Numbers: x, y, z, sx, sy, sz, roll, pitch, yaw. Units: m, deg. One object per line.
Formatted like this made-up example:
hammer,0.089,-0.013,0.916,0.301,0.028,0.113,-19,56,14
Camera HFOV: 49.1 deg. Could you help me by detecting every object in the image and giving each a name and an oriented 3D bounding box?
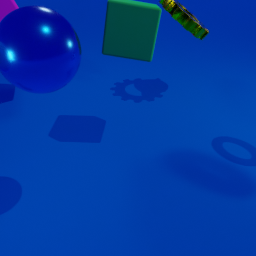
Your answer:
cube,-3.965,-3.310,8.791,1.364,1.364,1.364,-32,30,-5
cube,0.065,-2.404,6.786,1.193,1.193,1.193,8,27,-3
ball,-1.357,-1.167,4.267,1.282,1.282,1.282,0,37,0
gear,1.825,-3.593,9.042,1.874,0.347,1.874,32,30,-21
